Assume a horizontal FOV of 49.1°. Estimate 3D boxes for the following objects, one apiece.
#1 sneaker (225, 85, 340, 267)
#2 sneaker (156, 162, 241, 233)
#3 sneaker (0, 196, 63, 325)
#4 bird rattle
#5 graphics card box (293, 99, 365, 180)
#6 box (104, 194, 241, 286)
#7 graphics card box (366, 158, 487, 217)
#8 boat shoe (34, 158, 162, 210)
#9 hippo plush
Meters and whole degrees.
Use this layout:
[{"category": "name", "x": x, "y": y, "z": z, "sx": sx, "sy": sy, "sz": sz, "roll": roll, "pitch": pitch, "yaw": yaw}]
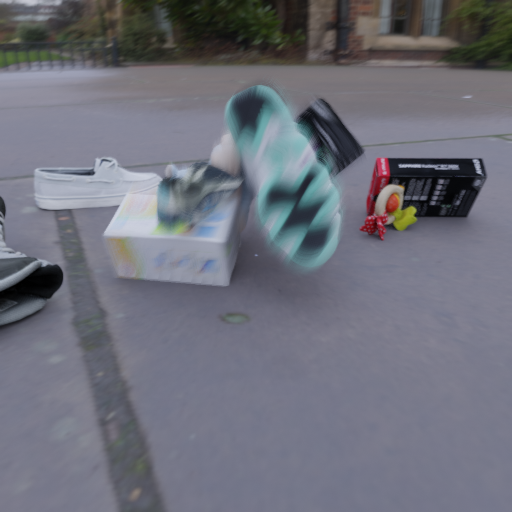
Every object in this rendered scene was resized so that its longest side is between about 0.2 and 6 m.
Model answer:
[{"category": "sneaker", "x": 0.583, "y": -1.025, "z": 9.032, "sx": 1.189, "sy": 3.059, "sz": 2.140, "roll": -20, "pitch": -21, "yaw": 5}, {"category": "sneaker", "x": -0.913, "y": -0.876, "z": 8.443, "sx": 0.710, "sy": 0.790, "sz": 1.830, "roll": 32, "pitch": 32, "yaw": 20}, {"category": "sneaker", "x": -3.875, "y": 0.090, "z": 8.565, "sx": 2.002, "sy": 1.300, "sz": 3.466, "roll": 3, "pitch": 33, "yaw": -5}, {"category": "bird rattle", "x": 2.536, "y": -0.899, "z": 10.970, "sx": 1.219, "sy": 0.994, "sz": 0.687, "roll": -12, "pitch": 24, "yaw": -34}, {"category": "graphics card box", "x": 0.905, "y": -1.941, "z": 11.363, "sx": 2.217, "sy": 1.391, "sz": 0.564, "roll": -39, "pitch": 1, "yaw": 23}, {"category": "box", "x": -1.316, "y": -0.283, "z": 9.153, "sx": 1.918, "sy": 0.972, "sz": 1.079, "roll": 4, "pitch": 44, "yaw": 10}, {"category": "graphics card box", "x": 3.438, "y": -1.389, "z": 11.541, "sx": 2.168, "sy": 1.360, "sz": 0.551, "roll": 1, "pitch": 56, "yaw": 3}, {"category": "boat shoe", "x": -3.556, "y": -1.736, "z": 12.814, "sx": 2.895, "sy": 0.992, "sz": 1.042, "roll": -6, "pitch": 24, "yaw": -13}, {"category": "hippo plush", "x": -0.921, "y": -1.407, "z": 10.245, "sx": 1.687, "sy": 1.671, "sz": 2.098, "roll": 1, "pitch": 27, "yaw": 13}]
